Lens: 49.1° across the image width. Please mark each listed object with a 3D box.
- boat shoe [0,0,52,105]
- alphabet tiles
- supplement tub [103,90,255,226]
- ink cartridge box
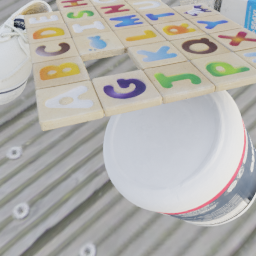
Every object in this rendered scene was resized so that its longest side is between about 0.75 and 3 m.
[{"bbox_3d":[-1.820,-1.408,4.598,0.894,0.880,2.520,25,41,-12],"label":"boat shoe"},{"bbox_3d":[0.053,-1.107,3.173,2.304,0.104,2.757,-14,43,-13],"label":"alphabet tiles"},{"bbox_3d":[0.896,0.460,3.896,1.634,2.329,1.634,-13,62,26],"label":"supplement tub"},{"bbox_3d":[2.345,-2.743,5.888,1.518,0.877,2.079,-42,53,-20],"label":"ink cartridge box"}]
